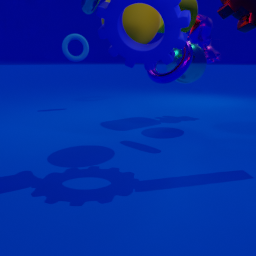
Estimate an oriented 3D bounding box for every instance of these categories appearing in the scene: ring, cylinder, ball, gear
[{"bbox_3d":[-2.188,-3.349,11.701,1.125,1.125,0.225,-6,13,-21],"label":"ring"},{"bbox_3d":[1.399,-3.940,9.504,1.384,1.384,1.384,-10,17,-36],"label":"cylinder"},{"bbox_3d":[1.012,-1.676,6.944,1.279,1.279,0.256,14,-13,44],"label":"ring"},{"bbox_3d":[0.072,-2.523,6.435,1.356,1.356,1.356,0,14,0],"label":"ball"},{"bbox_3d":[0.263,-1.847,5.036,1.641,1.641,0.304,5,42,17],"label":"gear"},{"bbox_3d":[1.700,-1.900,8.210,1.180,1.180,1.180,0,14,0],"label":"ball"},{"bbox_3d":[2.456,-2.824,5.240,1.994,1.994,0.369,-3,2,-13],"label":"gear"}]

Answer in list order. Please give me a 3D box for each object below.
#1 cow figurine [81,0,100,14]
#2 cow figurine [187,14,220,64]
[{"bbox_3d":[-0.843,-3.012,4.894,1.517,1.493,0.833,27,24,-25],"label":"cow figurine"},{"bbox_3d":[2.688,-3.102,9.929,0.866,1.578,1.553,-24,51,-34],"label":"cow figurine"}]
